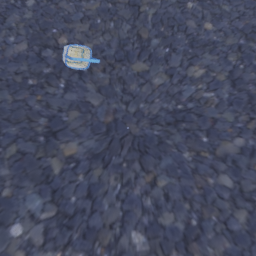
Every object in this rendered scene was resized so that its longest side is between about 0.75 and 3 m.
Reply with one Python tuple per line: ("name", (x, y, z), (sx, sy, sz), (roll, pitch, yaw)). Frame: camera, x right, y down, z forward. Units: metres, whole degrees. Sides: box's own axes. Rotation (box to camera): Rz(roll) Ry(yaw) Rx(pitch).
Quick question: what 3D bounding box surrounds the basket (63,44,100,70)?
("basket", (-1.145, -1.674, 6.655), (0.729, 0.575, 0.827), (0, 17, -33))
